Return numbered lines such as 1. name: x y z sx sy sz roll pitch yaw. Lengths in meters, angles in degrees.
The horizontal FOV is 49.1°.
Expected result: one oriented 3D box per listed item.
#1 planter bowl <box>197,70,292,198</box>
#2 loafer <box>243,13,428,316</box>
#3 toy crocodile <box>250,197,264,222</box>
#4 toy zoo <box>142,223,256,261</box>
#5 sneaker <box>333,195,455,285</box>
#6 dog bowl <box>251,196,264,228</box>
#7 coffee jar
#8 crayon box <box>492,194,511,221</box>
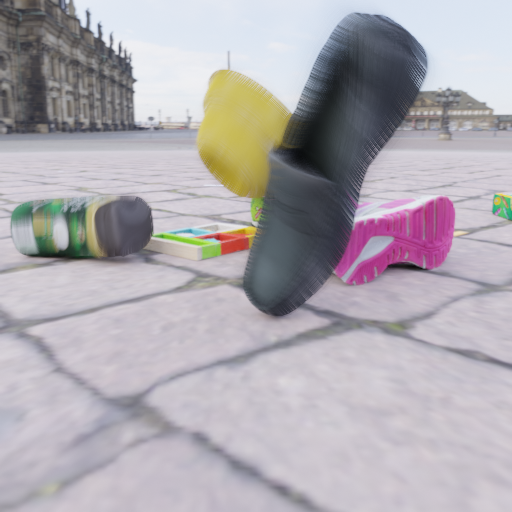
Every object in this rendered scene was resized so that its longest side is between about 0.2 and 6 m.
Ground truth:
1. planter bowl: -0.203 -1.605 8.627 0.972 2.333 2.333 -46 29 -13
2. loafer: 0.501 -0.755 5.328 1.067 3.041 1.033 2 31 -44
3. toy crocodile: 0.514 -0.511 9.352 0.727 0.665 2.152 -6 30 -34
4. toy zoo: -0.689 -0.299 9.537 1.404 0.219 2.140 12 17 41
5. sneaker: 1.772 -0.362 7.936 2.639 1.074 1.164 -8 17 -33
6. dog bowl: 0.719 -0.817 10.770 1.586 0.585 1.586 3 16 -1
7. coffee jar: -2.603 -0.449 8.450 2.017 0.860 1.052 1 14 23
8. crayon box: 6.232 -1.079 12.295 1.692 0.493 1.005 0 13 -2
